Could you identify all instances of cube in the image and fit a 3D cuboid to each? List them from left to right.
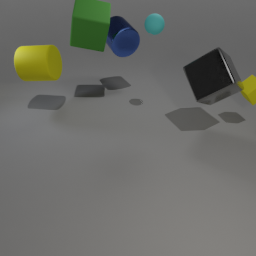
[{"bbox_3d":[-1.508,-4.129,11.182,1.400,1.400,1.400,8,54,-11],"label":"cube"},{"bbox_3d":[3.049,-1.768,9.957,1.400,1.400,1.400,-27,-16,31],"label":"cube"},{"bbox_3d":[4.735,-1.440,10.639,0.700,0.700,0.700,-39,38,14],"label":"cube"}]

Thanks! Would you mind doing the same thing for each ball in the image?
[{"bbox_3d":[0.922,-3.605,9.745,0.700,0.700,0.700,0,31,0],"label":"ball"}]

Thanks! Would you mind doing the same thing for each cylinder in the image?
[{"bbox_3d":[-3.593,-2.611,11.341,1.400,1.400,1.400,1,31,11],"label":"cylinder"},{"bbox_3d":[-0.359,-4.217,12.918,1.400,1.400,1.400,-13,47,-21],"label":"cylinder"}]
